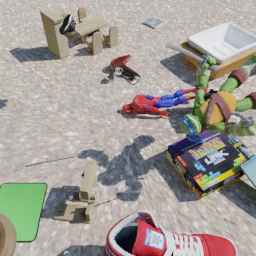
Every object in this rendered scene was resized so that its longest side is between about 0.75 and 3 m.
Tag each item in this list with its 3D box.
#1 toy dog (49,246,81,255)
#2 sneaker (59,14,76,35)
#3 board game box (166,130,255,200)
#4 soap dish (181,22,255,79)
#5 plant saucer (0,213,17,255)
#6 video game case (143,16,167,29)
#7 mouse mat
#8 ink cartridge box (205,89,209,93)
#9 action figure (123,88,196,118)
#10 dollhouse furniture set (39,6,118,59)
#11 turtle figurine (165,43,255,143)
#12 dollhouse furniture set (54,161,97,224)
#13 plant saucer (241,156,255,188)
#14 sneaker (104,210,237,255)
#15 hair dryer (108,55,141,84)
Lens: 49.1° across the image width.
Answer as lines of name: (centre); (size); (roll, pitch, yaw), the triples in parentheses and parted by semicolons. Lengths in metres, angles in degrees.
toy dog: (-1.388, 2.839, 5.864); (0.931, 0.449, 0.614); (-20, 48, -13)
sneaker: (-1.572, -2.714, 7.547); (0.310, 0.359, 0.819); (-15, 46, 29)
board game box: (2.281, 0.818, 7.655); (1.921, 0.545, 1.588); (-22, 53, -19)
soap dish: (3.588, -2.989, 10.755); (2.511, 1.020, 1.976); (-27, 53, -21)
plant saucer: (-3.395, 2.637, 6.193); (1.753, 0.258, 1.753); (0, 50, 0)
video game case: (1.269, -4.970, 13.153); (0.789, 0.101, 0.868); (35, 57, 28)
mouse mat: (-2.731, 2.031, 6.900); (1.255, 0.059, 1.559); (0, 49, 0)
ink cartridge box: (2.635, -0.672, 8.656); (0.267, 1.123, 1.136); (-25, 46, 18)
action figure: (1.083, -0.814, 9.089); (2.525, 0.653, 0.826); (-6, 43, 1)
dollhouse furniture set: (-2.051, -4.175, 11.402); (2.523, 1.642, 2.317); (-33, 56, -26)
turtle figurine: (2.295, -0.785, 5.960); (2.417, 2.493, 1.794); (-29, 43, -18)
dollhouse furniture set: (-1.273, 1.491, 6.683); (0.898, 1.102, 1.048); (5, 46, 5)
plant saucer: (3.607, 1.650, 6.800); (0.726, 0.197, 2.076); (-25, 68, -20)
sneaker: (0.911, 2.358, 5.557); (2.829, 1.591, 1.008); (-2, 48, -2)
hair dryer: (-0.123, -2.228, 10.594); (1.189, 0.424, 1.562); (11, 54, -9)
